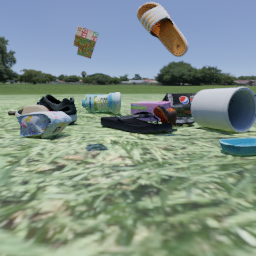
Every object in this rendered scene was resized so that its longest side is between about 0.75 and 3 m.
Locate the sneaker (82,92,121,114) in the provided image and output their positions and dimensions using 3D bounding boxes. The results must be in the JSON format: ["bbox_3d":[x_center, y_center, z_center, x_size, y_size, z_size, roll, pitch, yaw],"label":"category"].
[{"bbox_3d":[-1.392,-1.246,14.277,1.807,1.101,2.768,0,-1,-15],"label":"sneaker"}]

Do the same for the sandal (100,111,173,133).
[{"bbox_3d":[0.130,-0.256,9.024,2.763,0.592,1.051,8,11,39],"label":"sandal"}]

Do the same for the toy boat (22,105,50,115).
[{"bbox_3d":[-3.117,-0.334,9.787,1.203,0.785,0.786,6,-19,36],"label":"toy boat"}]

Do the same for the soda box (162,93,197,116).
[{"bbox_3d":[2.887,-1.098,13.092,2.504,0.793,0.886,-1,-25,-12],"label":"soda box"}]

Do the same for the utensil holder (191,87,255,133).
[{"bbox_3d":[3.033,-0.597,8.996,1.379,1.379,1.623,-5,7,-28],"label":"utensil holder"}]

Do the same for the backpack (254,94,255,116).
[{"bbox_3d":[4.174,-0.565,6.251,2.253,2.181,2.685,0,-1,5],"label":"backpack"}]

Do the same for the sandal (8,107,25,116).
[{"bbox_3d":[-5.046,-0.845,13.615,1.594,0.435,0.651,1,9,5],"label":"sandal"}]

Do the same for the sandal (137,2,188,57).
[{"bbox_3d":[0.926,-2.760,7.626,0.734,1.917,0.549,-44,-14,21],"label":"sandal"}]

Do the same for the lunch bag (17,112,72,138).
[{"bbox_3d":[-2.304,-0.116,7.852,1.151,0.731,0.976,-8,4,20],"label":"lunch bag"}]

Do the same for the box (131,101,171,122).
[{"bbox_3d":[0.984,-0.729,11.796,1.349,0.742,1.534,3,10,21],"label":"box"}]

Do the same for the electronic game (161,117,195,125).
[{"bbox_3d":[1.804,-0.230,10.107,1.203,0.250,1.203,-2,8,0],"label":"electronic game"}]

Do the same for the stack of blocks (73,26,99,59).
[{"bbox_3d":[-0.944,-1.851,6.123,0.450,0.229,0.781,17,-17,-11],"label":"stack of blocks"}]

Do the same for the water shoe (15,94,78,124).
[{"bbox_3d":[-3.117,-0.753,10.756,2.768,1.092,0.989,4,9,22],"label":"water shoe"}]

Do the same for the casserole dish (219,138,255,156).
[{"bbox_3d":[2.563,0.394,6.013,1.250,0.243,0.757,-2,9,-17],"label":"casserole dish"}]

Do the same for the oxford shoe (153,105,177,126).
[{"bbox_3d":[1.193,-0.455,8.699,0.520,0.530,1.461,38,-1,26],"label":"oxford shoe"}]
